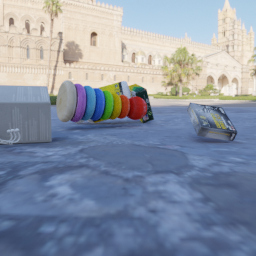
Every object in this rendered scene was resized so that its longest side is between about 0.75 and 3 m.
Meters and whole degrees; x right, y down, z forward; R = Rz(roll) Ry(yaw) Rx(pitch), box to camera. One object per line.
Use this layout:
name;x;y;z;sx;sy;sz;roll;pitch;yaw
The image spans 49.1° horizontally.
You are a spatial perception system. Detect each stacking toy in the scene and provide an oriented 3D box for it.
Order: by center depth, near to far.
stacking toy;-0.679;-0.671;8.538;2.785;1.189;1.189;4;2;-30

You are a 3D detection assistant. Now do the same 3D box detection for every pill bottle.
pill bottle;-0.954;-0.874;10.251;2.189;1.231;1.231;-15;4;5

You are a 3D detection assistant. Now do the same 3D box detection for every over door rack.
over door rack;-2.331;0.082;4.281;1.171;0.390;0.865;-1;-1;-30

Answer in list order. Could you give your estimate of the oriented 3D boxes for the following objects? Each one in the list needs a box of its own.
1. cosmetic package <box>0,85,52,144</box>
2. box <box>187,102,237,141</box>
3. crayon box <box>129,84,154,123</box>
cosmetic package;-2.624;-0.291;5.456;2.157;0.973;1.152;-3;26;-16
box;1.688;-0.150;5.725;0.761;0.232;0.961;9;33;-8
crayon box;0.401;-1.061;11.194;0.497;1.243;1.958;-19;20;-8
